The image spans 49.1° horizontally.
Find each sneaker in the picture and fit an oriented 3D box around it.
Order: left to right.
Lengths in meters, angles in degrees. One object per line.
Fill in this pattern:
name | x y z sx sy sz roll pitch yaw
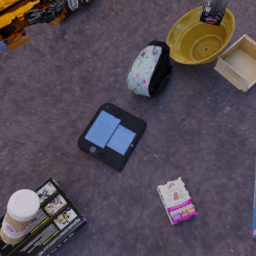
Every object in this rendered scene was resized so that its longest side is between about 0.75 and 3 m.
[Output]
sneaker | -2.106 -5.731 11.923 1.299 1.087 2.935 22 70 11

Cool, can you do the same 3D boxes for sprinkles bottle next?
sprinkles bottle | -2.493 2.073 6.395 0.627 1.837 0.627 16 47 -18

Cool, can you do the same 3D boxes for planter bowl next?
planter bowl | 2.858 -3.271 10.701 2.582 1.075 2.582 -16 59 28

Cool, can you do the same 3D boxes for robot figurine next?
robot figurine | -2.533 -2.579 6.490 2.420 0.705 1.755 -34 59 -11

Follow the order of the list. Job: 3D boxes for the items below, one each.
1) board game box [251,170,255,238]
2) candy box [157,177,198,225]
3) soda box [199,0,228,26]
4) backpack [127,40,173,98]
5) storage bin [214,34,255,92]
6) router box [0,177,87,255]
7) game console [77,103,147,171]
board game box | 5.125 2.273 8.872 2.076 0.614 2.730 11 68 5
candy box | 1.560 2.330 8.974 0.860 0.385 1.262 -19 69 -8
soda box | 2.516 -3.820 7.793 0.627 0.561 1.771 15 84 5
backpack | 0.813 -2.059 10.312 1.208 1.592 1.908 17 70 27
storage bin | 4.481 -2.468 10.764 1.597 0.749 1.586 -39 72 -15
router box | -2.759 3.001 8.568 2.418 0.617 1.803 -39 73 -15
game console | -0.574 0.238 9.882 1.832 0.322 2.071 27 71 11
